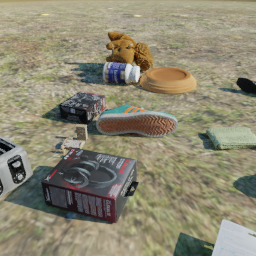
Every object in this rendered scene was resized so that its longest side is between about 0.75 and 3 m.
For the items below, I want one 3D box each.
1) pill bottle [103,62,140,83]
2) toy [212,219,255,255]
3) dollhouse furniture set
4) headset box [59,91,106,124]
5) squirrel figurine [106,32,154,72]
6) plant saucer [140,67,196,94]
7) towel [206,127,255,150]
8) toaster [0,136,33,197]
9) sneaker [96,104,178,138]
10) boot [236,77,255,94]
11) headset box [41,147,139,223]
[{"bbox_3d":[-0.274,-2.369,12.078,1.459,0.844,0.844,7,31,14],"label":"pill bottle"},{"bbox_3d":[1.741,2.407,4.230,1.107,0.454,1.923,17,36,22],"label":"toy"},{"bbox_3d":[-1.535,0.351,7.763,0.549,0.469,1.059,5,31,8],"label":"dollhouse furniture set"},{"bbox_3d":[-1.486,-0.764,9.605,1.062,0.551,1.427,12,31,20],"label":"headset box"},{"bbox_3d":[0.115,-3.504,13.102,2.357,1.668,2.200,4,19,-10],"label":"squirrel figurine"},{"bbox_3d":[1.735,-2.137,12.089,2.430,0.455,2.430,0,31,0],"label":"plant saucer"},{"bbox_3d":[3.044,0.262,8.134,1.362,0.248,1.010,-3,29,-5],"label":"towel"},{"bbox_3d":[-3.152,0.894,6.433,1.447,0.859,1.308,20,35,32],"label":"toaster"},{"bbox_3d":[0.287,-0.322,8.526,2.417,0.863,0.966,2,35,7],"label":"sneaker"},{"bbox_3d":[5.203,-1.718,11.399,1.379,0.534,0.954,35,39,26],"label":"boot"},{"bbox_3d":[-0.691,1.184,6.086,1.824,0.704,1.358,8,31,17],"label":"headset box"}]
